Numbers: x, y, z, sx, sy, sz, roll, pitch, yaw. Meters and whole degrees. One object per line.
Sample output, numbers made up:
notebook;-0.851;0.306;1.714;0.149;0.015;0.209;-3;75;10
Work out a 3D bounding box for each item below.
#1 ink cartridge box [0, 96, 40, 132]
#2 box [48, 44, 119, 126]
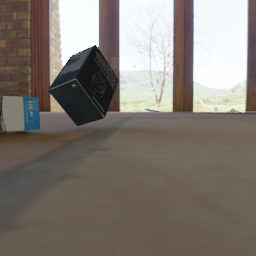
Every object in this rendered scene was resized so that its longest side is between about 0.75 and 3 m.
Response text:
ink cartridge box;-2.916;-0.279;5.732;1.286;0.754;1.756;3;3;38
box;-1.114;-1.159;7.561;0.942;1.306;1.760;-15;37;26
